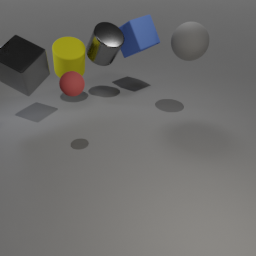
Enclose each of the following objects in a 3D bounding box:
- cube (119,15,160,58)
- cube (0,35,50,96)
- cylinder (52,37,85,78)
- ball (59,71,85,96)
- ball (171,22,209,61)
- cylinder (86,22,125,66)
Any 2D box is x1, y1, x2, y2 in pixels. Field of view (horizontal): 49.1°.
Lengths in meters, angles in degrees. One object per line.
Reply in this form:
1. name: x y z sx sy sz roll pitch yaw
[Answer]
1. cube: 0.428 -4.424 13.566 1.400 1.400 1.400 -31 14 -33
2. cube: -4.013 -2.354 10.632 1.400 1.400 1.400 28 60 8
3. cylinder: -2.625 -3.086 12.549 1.400 1.400 1.400 5 58 -7
4. ball: -1.564 -1.236 7.832 0.700 0.700 0.700 0 29 0
5. ball: 2.316 -3.229 10.474 1.400 1.400 1.400 0 29 0
6. cylinder: -1.047 -3.765 12.642 1.400 1.400 1.400 10 63 -21
